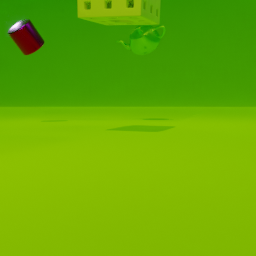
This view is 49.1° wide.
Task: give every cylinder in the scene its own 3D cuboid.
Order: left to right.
[{"bbox_3d":[-3.201,-2.860,8.834,0.807,0.807,0.807,-17,42,16],"label":"cylinder"}]

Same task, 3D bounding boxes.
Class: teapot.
[{"bbox_3d":[0.485,-3.178,9.949,1.838,0.900,1.143,-15,43,23],"label":"teapot"}]

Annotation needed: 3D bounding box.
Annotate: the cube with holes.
[{"bbox_3d":[-0.124,-2.765,5.497,1.264,1.264,1.264,7,15,20],"label":"cube with holes"}]
